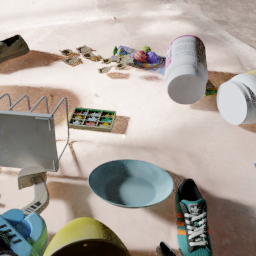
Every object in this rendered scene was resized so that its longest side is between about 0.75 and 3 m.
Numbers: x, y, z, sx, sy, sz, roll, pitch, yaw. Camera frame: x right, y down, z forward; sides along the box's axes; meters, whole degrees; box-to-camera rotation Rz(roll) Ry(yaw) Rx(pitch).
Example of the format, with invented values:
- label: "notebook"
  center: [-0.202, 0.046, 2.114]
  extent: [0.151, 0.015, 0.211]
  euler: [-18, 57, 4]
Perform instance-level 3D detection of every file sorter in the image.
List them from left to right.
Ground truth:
- label: "file sorter"
  center: [-3.224, -0.004, 8.341]
  extent: [2.632, 1.827, 1.639]
  euler: [5, 31, 3]

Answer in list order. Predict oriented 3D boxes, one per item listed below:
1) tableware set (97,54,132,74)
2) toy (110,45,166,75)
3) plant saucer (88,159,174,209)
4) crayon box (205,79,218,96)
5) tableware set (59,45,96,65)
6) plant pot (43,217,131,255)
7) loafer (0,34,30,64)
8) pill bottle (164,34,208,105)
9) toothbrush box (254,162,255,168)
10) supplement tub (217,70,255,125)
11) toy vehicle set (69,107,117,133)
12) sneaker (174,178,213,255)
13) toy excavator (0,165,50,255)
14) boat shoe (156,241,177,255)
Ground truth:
- label: "tableware set"
  center: [-0.592, -2.816, 12.223]
  extent: [1.560, 0.181, 1.303]
  euler: [-8, 40, 11]
- label: "toy"
  center: [0.602, -3.338, 12.804]
  extent: [2.730, 0.645, 1.572]
  euler: [15, 47, 15]
- label: "plant saucer"
  center: [0.067, 1.550, 7.510]
  extent: [2.264, 0.436, 2.264]
  euler: [4, 23, -2]
- label: "crayon box"
  center: [3.211, -1.621, 11.290]
  extent: [0.475, 0.233, 0.799]
  euler: [-11, 45, -11]
- label: "tableware set"
  center: [-2.411, -3.506, 13.300]
  extent: [1.718, 0.199, 1.435]
  euler: [-21, 48, -21]
- label: "plant pot"
  center: [-0.921, 2.661, 5.876]
  extent: [1.866, 1.866, 1.324]
  euler: [-10, 20, -10]
- label: "loafer"
  center: [-5.954, -3.550, 12.776]
  extent: [2.861, 0.977, 1.082]
  euler: [-34, 53, -30]
- label: "pill bottle"
  center: [2.280, -2.327, 11.002]
  extent: [1.640, 1.640, 2.894]
  euler: [6, 43, 6]
- label: "toothbrush box"
  center: [4.817, 1.259, 7.179]
  extent: [1.731, 1.008, 2.364]
  euler: [-43, 53, 4]
- label: "supplement tub"
  center: [4.531, -1.137, 9.685]
  extent: [2.413, 1.754, 1.754]
  euler: [-16, 46, -16]
- label: "toy vehicle set"
  center: [-1.254, -0.305, 9.929]
  extent: [1.562, 0.207, 0.970]
  euler: [6, 44, 6]
- label: "sneaker"
  center: [1.543, 2.235, 6.759]
  extent: [0.792, 0.887, 2.219]
  euler: [-3, 44, -3]
- label: "toy excavator"
  center: [-2.470, 2.284, 6.621]
  extent: [2.633, 1.353, 2.708]
  euler: [31, 39, 26]
- label: "boat shoe"
  center: [1.012, 3.089, 6.221]
  extent: [0.445, 0.396, 1.210]
  euler: [-25, 49, -24]
